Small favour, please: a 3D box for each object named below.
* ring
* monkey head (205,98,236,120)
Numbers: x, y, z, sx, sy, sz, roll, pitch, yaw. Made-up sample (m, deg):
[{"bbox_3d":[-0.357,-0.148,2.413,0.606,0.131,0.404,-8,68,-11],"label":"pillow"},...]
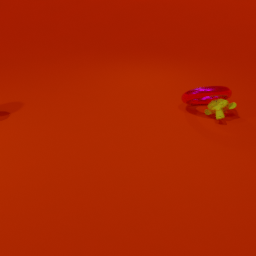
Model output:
[{"bbox_3d":[2.617,-1.075,9.394,1.646,0.329,1.646,-4,-6,0],"label":"ring"},{"bbox_3d":[2.973,-0.584,9.082,1.037,0.625,0.746,-15,70,26],"label":"monkey head"}]
